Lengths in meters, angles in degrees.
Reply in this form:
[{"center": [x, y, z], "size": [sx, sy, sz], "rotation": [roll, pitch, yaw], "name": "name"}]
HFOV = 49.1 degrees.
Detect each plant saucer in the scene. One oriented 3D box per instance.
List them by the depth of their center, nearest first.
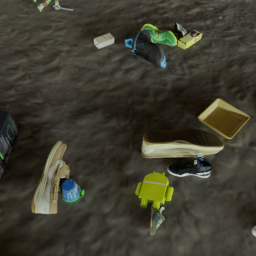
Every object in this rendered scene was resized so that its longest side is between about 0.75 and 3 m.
[{"center": [3.611, -0.307, 10.657], "size": [1.457, 0.353, 1.456], "rotation": [37, 62, 25], "name": "plant saucer"}]

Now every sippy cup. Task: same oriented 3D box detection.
[{"center": [-1.822, 1.918, 8.775], "size": [0.816, 0.598, 0.640], "rotation": [-15, 54, -12], "name": "sippy cup"}]

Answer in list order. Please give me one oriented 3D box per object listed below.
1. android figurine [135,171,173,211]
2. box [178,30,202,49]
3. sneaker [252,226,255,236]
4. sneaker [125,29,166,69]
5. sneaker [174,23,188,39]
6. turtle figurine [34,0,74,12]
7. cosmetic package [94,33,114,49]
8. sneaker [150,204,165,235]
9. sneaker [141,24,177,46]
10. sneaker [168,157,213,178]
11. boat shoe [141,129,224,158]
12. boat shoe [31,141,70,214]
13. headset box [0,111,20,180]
[{"center": [0.820, 1.920, 8.738], "size": [1.161, 0.262, 1.275], "rotation": [2, 52, 23], "name": "android figurine"}, {"center": [3.049, -4.371, 13.819], "size": [1.299, 0.326, 0.489], "rotation": [-39, 61, -25], "name": "box"}, {"center": [4.083, 2.862, 8.094], "size": [0.933, 0.532, 0.338], "rotation": [-10, 54, -6], "name": "sneaker"}, {"center": [0.807, -3.457, 12.776], "size": [1.164, 1.040, 2.841], "rotation": [-21, 45, -9], "name": "sneaker"}, {"center": [2.688, -4.945, 14.254], "size": [0.448, 0.418, 1.131], "rotation": [-12, 59, -21], "name": "sneaker"}, {"center": [-4.221, -7.079, 15.272], "size": [1.712, 1.270, 1.765], "rotation": [-31, 81, -3], "name": "turtle figurine"}, {"center": [-1.167, -4.263, 13.697], "size": [0.899, 0.329, 0.465], "rotation": [-29, 64, -20], "name": "cosmetic package"}, {"center": [0.888, 2.721, 8.328], "size": [0.418, 0.312, 0.930], "rotation": [2, 49, 8], "name": "sneaker"}, {"center": [1.457, -4.369, 13.657], "size": [2.044, 0.757, 0.854], "rotation": [30, 70, 26], "name": "sneaker"}, {"center": [2.047, 1.212, 9.195], "size": [1.421, 0.795, 0.519], "rotation": [4, 52, 3], "name": "sneaker"}, {"center": [1.875, 0.655, 9.736], "size": [2.798, 0.880, 1.021], "rotation": [0, 36, -9], "name": "boat shoe"}, {"center": [-2.296, 1.567, 8.956], "size": [0.833, 0.929, 2.510], "rotation": [14, 54, -6], "name": "boat shoe"}, {"center": [-5.286, 0.764, 9.257], "size": [2.343, 1.248, 2.691], "rotation": [4, 52, 3], "name": "headset box"}]
